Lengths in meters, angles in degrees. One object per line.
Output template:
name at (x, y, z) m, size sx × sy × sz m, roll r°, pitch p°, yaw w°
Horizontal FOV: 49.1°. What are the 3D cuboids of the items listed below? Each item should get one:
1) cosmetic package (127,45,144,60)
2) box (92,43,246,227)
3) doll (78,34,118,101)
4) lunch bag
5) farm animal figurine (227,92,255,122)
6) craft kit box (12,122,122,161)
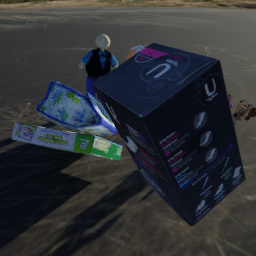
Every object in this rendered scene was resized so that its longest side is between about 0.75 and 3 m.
cosmetic package at (0.118, -1.498, 9.070) m, size 0.763 × 2.142 × 1.086 m, roll 23°, pitch 5°, yaw -15°
box at (0.631, 0.094, 3.894) m, size 1.129 × 2.128 × 1.301 m, roll -37°, pitch 37°, yaw -12°
doll at (-0.990, -2.072, 10.096) m, size 1.706 × 2.500 × 0.606 m, roll -11°, pitch 28°, yaw -35°
lunch bag at (-1.296, -0.397, 7.975) m, size 1.905 × 1.214 × 1.620 m, roll 27°, pitch -2°, yaw 16°
farm animal figurine at (3.393, -0.639, 9.108) m, size 1.424 × 0.716 × 1.150 m, roll 22°, pitch 23°, yaw -10°
craft kit box at (-1.313, 0.358, 6.583) m, size 1.900 × 0.467 × 1.924 m, roll 11°, pitch -7°, yaw 18°
